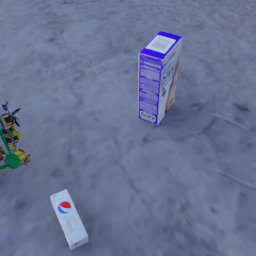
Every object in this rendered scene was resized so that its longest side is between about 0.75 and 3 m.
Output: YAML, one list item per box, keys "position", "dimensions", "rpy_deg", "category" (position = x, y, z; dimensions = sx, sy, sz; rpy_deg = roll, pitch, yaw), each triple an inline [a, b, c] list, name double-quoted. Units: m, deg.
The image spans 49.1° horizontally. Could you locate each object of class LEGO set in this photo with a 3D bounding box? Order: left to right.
- position: [-3.342, 0.441, 6.922]
  dimensions: [2.106, 1.619, 1.220]
  rpy_deg: [-28, 8, 10]
  category: "LEGO set"

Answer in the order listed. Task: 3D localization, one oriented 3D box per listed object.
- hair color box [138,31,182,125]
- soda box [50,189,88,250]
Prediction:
- position: [0.879, -1.359, 8.005]
  dimensions: [0.750, 2.315, 1.265]
  rpy_deg: [23, 53, 19]
  category: "hair color box"
- position: [-1.269, 1.945, 6.021]
  dimensions: [0.403, 0.377, 1.184]
  rpy_deg: [-21, 57, -22]
  category: "soda box"
